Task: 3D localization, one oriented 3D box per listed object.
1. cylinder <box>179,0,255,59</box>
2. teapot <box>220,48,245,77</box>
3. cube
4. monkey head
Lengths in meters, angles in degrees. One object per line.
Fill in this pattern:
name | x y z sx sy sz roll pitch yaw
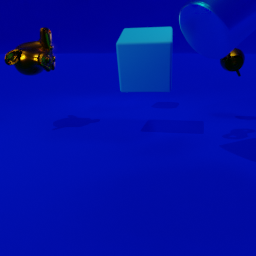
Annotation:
cylinder | 1.820 -2.151 5.302 1.221 1.221 1.221 -41 29 -11
teapot | 3.269 -2.119 8.744 0.757 1.218 0.596 -25 30 21
cube | 0.514 -1.899 7.753 1.387 1.387 1.387 1 34 8
monkey head | -2.763 -2.229 8.154 1.171 1.398 1.944 5 18 2
